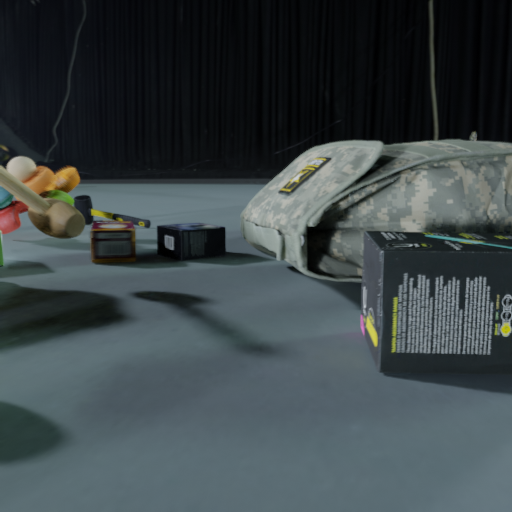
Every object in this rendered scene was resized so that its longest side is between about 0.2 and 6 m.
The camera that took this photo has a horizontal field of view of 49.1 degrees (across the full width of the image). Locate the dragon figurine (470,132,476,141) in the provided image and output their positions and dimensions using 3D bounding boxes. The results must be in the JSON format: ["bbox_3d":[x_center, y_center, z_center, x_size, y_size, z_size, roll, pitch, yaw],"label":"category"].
[{"bbox_3d":[2.437,-1.351,11.635,2.050,1.213,4.123,0,-11,-35],"label":"dragon figurine"}]

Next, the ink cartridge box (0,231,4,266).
[{"bbox_3d":[-4.540,-0.109,8.280,1.337,0.562,0.973,-6,12,-33],"label":"ink cartridge box"}]

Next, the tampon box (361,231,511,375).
[{"bbox_3d":[1.658,0.334,4.522,1.502,0.948,1.126,1,10,5],"label":"tampon box"}]

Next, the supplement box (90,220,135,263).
[{"bbox_3d":[-2.333,-0.256,9.148,0.675,0.524,1.223,-1,11,-14],"label":"supplement box"}]

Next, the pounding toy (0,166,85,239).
[{"bbox_3d":[-3.891,-0.469,6.266,1.935,1.941,3.384,15,17,42],"label":"pounding toy"}]

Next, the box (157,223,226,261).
[{"bbox_3d":[-1.080,-0.256,9.290,0.852,0.529,0.858,-6,11,-37],"label":"box"}]

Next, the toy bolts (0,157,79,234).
[{"bbox_3d":[-4.576,-1.444,10.981,1.821,1.263,1.740,-18,36,17],"label":"toy bolts"}]

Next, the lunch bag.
[{"bbox_3d":[1.488,-0.589,7.413,3.189,1.875,2.616,-8,11,-14],"label":"lunch bag"}]

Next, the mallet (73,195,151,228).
[{"bbox_3d":[-3.483,-0.858,13.479,2.162,0.712,0.445,19,31,18],"label":"mallet"}]
